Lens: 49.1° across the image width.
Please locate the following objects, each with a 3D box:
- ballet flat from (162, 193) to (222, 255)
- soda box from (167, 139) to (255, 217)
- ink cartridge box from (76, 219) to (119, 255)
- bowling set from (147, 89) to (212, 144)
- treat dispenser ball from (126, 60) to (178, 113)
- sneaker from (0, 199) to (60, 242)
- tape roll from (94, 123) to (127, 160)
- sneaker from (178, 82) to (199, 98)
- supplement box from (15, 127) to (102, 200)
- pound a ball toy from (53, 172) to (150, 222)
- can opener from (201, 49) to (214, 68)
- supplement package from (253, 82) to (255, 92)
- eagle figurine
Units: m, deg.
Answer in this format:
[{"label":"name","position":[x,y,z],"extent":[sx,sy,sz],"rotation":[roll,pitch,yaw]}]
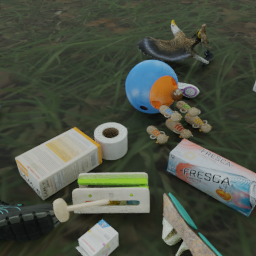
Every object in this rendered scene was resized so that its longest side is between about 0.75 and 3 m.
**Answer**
[{"label":"ballet flat","position":[1.167,2.269,5.711],"extent":[0.766,0.775,2.278],"rotation":[-42,38,0]},{"label":"soda box","position":[2.153,1.177,7.074],"extent":[2.297,0.730,0.786],"rotation":[27,45,28]},{"label":"ink cartridge box","position":[-0.634,2.388,5.755],"extent":[0.493,0.480,0.767],"rotation":[31,47,34]},{"label":"bowling set","position":[1.575,-0.382,8.656],"extent":[2.021,1.407,1.085],"rotation":[-20,35,-20]},{"label":"treat dispenser ball","position":[0.819,-1.417,9.690],"extent":[1.824,1.824,1.824],"rotation":[0,37,0]},{"label":"sneaker","position":[-2.731,1.899,6.027],"extent":[2.535,0.956,1.005],"rotation":[-8,36,-11]},{"label":"tape roll","position":[-0.495,0.382,8.245],"extent":[0.968,0.665,0.968],"rotation":[0,37,0]},{"label":"sneaker","position":[2.052,-1.488,10.955],"extent":[1.502,0.562,0.748],"rotation":[18,18,25]},{"label":"supplement box","position":[-1.812,0.882,7.547],"extent":[1.914,0.704,1.206],"rotation":[-30,46,-33]},{"label":"pound a ball toy","position":[-0.515,1.673,6.288],"extent":[1.991,0.846,1.299],"rotation":[-2,19,1]},{"label":"can opener","position":[3.690,-3.199,13.217],"extent":[0.524,0.423,1.333],"rotation":[32,52,-2]},{"label":"supplement package","position":[6.313,-2.064,10.146],"extent":[1.726,2.244,2.347],"rotation":[-24,43,-28]},{"label":"eagle figurine","position":[2.056,-3.675,12.445],"extent":[2.895,2.196,2.184],"rotation":[-21,57,16]}]
